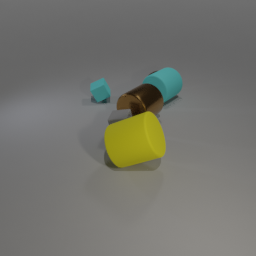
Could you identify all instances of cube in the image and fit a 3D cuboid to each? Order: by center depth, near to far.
[{"bbox_3d":[-0.242,-0.198,10.107,0.700,0.700,0.700,-4,31,17],"label":"cube"},{"bbox_3d":[-1.266,-1.750,12.896,0.700,0.700,0.700,-23,36,11],"label":"cube"}]

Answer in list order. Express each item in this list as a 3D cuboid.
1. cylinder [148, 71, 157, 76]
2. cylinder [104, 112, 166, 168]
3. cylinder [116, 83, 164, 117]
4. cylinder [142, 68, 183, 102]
[{"bbox_3d":[1.446,-2.474,14.421,0.700,0.700,0.700,-24,27,13],"label":"cylinder"},{"bbox_3d":[0.229,0.367,8.471,1.400,1.400,1.400,-18,22,25],"label":"cylinder"},{"bbox_3d":[0.492,-0.915,11.117,1.400,1.400,1.400,18,33,29],"label":"cylinder"},{"bbox_3d":[1.596,-1.959,13.019,1.400,1.400,1.400,21,36,33],"label":"cylinder"}]
